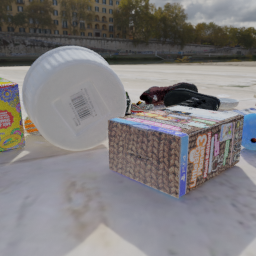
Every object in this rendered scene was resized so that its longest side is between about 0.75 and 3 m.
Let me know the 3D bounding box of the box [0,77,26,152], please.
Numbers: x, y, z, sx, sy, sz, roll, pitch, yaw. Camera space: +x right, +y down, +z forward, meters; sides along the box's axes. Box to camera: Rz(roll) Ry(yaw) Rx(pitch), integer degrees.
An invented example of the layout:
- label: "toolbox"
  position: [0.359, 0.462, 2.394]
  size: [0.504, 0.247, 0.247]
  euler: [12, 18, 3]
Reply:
- label: "box"
  position: [-4.657, -0.356, 7.487]
  size: [2.873, 1.753, 2.767]
  euler: [-12, 20, -35]

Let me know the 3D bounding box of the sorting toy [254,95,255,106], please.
- label: "sorting toy"
  position: [5.791, -0.881, 11.277]
  size: [1.268, 0.444, 1.275]
  euler: [17, 16, 4]

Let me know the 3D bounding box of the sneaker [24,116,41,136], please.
- label: "sneaker"
  position: [-1.960, -0.366, 8.728]
  size: [2.321, 0.900, 1.300]
  euler: [-4, 13, 20]

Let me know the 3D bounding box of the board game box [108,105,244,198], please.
- label: "board game box"
  position: [1.063, 0.309, 6.111]
  size: [2.366, 1.146, 1.887]
  euler: [-14, 20, -41]

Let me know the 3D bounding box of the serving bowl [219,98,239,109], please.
- label: "serving bowl"
  position: [4.357, -1.070, 12.563]
  size: [1.163, 0.382, 1.163]
  euler: [1, 15, 0]

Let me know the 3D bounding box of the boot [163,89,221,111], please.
- label: "boot"
  position: [1.974, -0.728, 10.547]
  size: [2.429, 0.967, 2.947]
  euler: [7, 21, 29]

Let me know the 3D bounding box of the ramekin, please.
- label: "ramekin"
  position: [-1.315, -0.699, 7.290]
  size: [2.643, 2.643, 1.289]
  euler: [-7, 25, -22]

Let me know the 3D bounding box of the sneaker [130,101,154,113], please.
- label: "sneaker"
  position: [0.625, -0.918, 11.863]
  size: [1.141, 0.469, 0.444]
  euler: [-9, 18, -31]

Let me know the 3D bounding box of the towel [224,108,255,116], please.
- label: "towel"
  position: [4.671, -0.463, 10.507]
  size: [1.937, 0.231, 1.423]
  euler: [-7, 21, -30]

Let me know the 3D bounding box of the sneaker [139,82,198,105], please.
- label: "sneaker"
  position: [1.755, -1.447, 13.111]
  size: [2.769, 1.048, 1.599]
  euler: [-1, 17, 37]

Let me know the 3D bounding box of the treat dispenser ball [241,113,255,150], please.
- label: "treat dispenser ball"
  position: [3.306, 0.093, 7.340]
  size: [0.965, 0.965, 0.965]
  euler: [0, 16, 0]

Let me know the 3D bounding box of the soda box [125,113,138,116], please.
- label: "soda box"
  position: [0.272, -0.382, 10.177]
  size: [0.930, 0.329, 0.295]
  euler: [4, 8, 11]

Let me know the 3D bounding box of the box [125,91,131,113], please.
- label: "box"
  position: [-1.321, -1.490, 12.484]
  size: [2.797, 0.665, 2.702]
  euler: [13, 17, -7]
